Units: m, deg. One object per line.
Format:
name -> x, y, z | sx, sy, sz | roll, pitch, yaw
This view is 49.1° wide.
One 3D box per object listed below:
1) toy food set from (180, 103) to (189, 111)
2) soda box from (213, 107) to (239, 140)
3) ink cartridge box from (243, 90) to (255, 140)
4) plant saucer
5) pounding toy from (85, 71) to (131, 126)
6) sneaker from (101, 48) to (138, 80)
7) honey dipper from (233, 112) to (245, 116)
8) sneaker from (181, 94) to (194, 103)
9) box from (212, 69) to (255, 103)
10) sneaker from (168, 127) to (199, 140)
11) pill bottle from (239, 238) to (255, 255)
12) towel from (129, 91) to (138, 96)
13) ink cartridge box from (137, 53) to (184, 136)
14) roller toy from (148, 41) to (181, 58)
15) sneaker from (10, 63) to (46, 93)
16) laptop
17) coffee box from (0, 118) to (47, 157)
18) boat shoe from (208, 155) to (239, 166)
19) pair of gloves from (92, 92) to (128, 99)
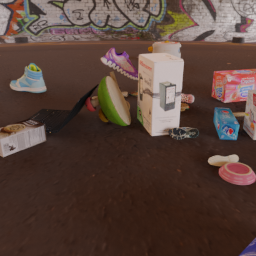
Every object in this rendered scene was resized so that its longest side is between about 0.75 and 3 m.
toy food set -> 2.626, -1.045, 13.765 | 0.773, 0.190, 0.781 | -14, 26, -31
soda box -> 3.854, -0.215, 11.113 | 0.625, 0.661, 1.947 | 4, 23, 8
ink cartridge box -> 5.198, -0.509, 10.526 | 1.208, 1.670, 1.213 | -1, 22, 4
plant saucer -> 3.150, 1.264, 8.062 | 1.003, 0.254, 1.003 | 1, 23, 0
pounding toy -> -0.897, -1.023, 11.879 | 1.303, 2.167, 2.807 | -23, 18, 13
sneaker -> -0.150, -2.870, 12.434 | 2.031, 0.898, 0.817 | 27, 15, -16
honey dipper -> 5.688, -0.650, 12.396 | 2.856, 0.542, 0.542 | -1, 22, 1
sneaker -> 2.866, -1.539, 14.619 | 0.639, 0.460, 1.222 | -8, 18, -26
box -> 6.211, -2.330, 15.235 | 2.881, 1.478, 1.364 | -7, 23, -13
sneaker -> 2.054, 0.182, 10.606 | 1.166, 0.452, 0.503 | 3, 10, -11
pill bottle -> 2.573, 2.173, 4.059 | 2.686, 1.608, 1.608 | -18, 28, -38
towel -> 0.770, -1.945, 16.042 | 1.205, 0.131, 0.883 | 15, 26, 33
ink cartridge box -> 1.199, -1.405, 11.121 | 1.196, 2.847, 2.071 | -5, 23, -13
roller toy -> 3.556, -7.094, 26.081 | 2.637, 2.020, 2.891 | -13, 25, -28
sneaker -> -6.043, -3.059, 16.714 | 2.566, 1.675, 1.021 | 8, 25, 21
laptop -> -2.921, -0.918, 11.767 | 2.866, 1.480, 2.540 | 4, 22, 10
coffee box -> -3.876, 0.292, 9.849 | 0.971, 0.686, 1.719 | 17, 28, 35
boat shoe -> 2.945, 1.029, 8.720 | 0.937, 0.341, 0.289 | -8, -21, -1
pair of gloves -> -0.991, -1.818, 15.447 | 1.696, 0.350, 1.994 | 5, 22, 13
